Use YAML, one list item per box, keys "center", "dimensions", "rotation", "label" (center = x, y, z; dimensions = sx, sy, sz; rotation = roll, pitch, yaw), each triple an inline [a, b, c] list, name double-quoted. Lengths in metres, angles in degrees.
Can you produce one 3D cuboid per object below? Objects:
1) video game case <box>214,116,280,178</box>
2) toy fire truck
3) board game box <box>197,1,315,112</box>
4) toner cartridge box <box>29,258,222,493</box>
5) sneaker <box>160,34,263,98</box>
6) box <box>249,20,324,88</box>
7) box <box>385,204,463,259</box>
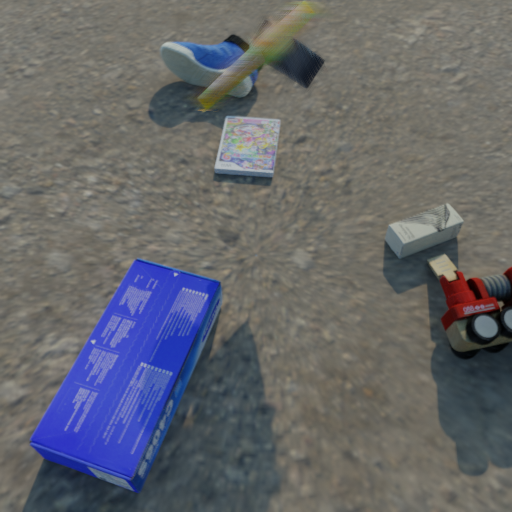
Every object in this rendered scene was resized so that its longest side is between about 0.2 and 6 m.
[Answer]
- center: [-0.158, -2.296, 11.641]
  dimensions: [1.184, 0.149, 1.654]
  rotation: [5, 53, 4]
  label: "video game case"
- center: [3.635, 0.560, 8.972]
  dimensions: [1.677, 1.226, 1.905]
  rotation: [-11, 63, -8]
  label: "toy fire truck"
- center: [-0.092, -2.431, 7.042]
  dimensions: [0.283, 1.891, 0.903]
  rotation: [47, 64, -13]
  label: "board game box"
- center: [-1.758, 1.611, 8.293]
  dimensions: [1.524, 0.693, 3.209]
  rotation: [16, 55, 11]
  label: "toner cartridge box"
- center: [-0.963, -4.575, 12.898]
  dimensions: [2.296, 0.881, 1.277]
  rotation: [22, 61, 11]
  label: "sneaker"
- center: [0.490, -3.317, 9.209]
  dimensions: [0.887, 0.559, 0.902]
  rotation: [23, 22, -34]
  label: "box"
- center: [3.006, -0.450, 10.041]
  dimensions: [1.283, 0.439, 0.527]
  rotation: [-21, 55, -15]
  label: "box"
